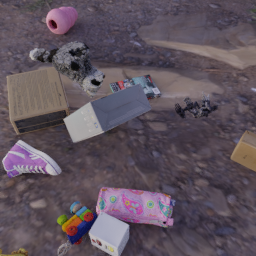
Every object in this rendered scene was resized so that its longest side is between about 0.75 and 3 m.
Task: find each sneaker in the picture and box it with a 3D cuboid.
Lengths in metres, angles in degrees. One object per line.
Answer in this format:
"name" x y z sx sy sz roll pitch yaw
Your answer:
"sneaker" -3.273 1.332 9.332 2.138 0.775 1.219 20 57 28

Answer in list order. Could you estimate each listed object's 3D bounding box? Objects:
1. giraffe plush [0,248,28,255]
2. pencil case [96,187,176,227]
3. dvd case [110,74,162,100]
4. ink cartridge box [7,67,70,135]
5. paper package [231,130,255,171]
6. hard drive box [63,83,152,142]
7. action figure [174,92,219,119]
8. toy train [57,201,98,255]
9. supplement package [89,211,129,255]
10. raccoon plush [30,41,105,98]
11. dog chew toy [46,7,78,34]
"giraffe plush" -3.134 3.549 7.428 0.904 1.115 0.962 6 39 -34
"pencil case" 0.217 2.337 8.285 2.245 0.981 0.981 7 51 5
"dvd case" 0.311 -1.646 12.099 1.900 0.209 1.387 -17 52 -12
"ink cartridge box" -3.575 -1.171 11.192 2.137 0.974 2.594 -13 51 -12
"paper package" 4.208 0.810 9.447 1.091 1.145 0.592 28 56 20
"hard drive box" -0.760 -0.433 9.281 1.933 2.480 0.953 -26 93 -32
"action figure" 2.450 -0.778 9.806 1.785 1.061 0.911 -7 80 -49
"toy train" -1.737 2.894 8.069 1.624 0.688 0.940 -37 49 -26
"supplement package" -0.504 2.974 7.771 0.895 0.935 0.688 21 53 17
"raccoon plush" -2.063 -2.147 10.258 2.634 1.765 1.274 20 60 29
"dog chew toy" -3.418 -5.879 15.019 1.270 1.270 2.039 20 45 16
